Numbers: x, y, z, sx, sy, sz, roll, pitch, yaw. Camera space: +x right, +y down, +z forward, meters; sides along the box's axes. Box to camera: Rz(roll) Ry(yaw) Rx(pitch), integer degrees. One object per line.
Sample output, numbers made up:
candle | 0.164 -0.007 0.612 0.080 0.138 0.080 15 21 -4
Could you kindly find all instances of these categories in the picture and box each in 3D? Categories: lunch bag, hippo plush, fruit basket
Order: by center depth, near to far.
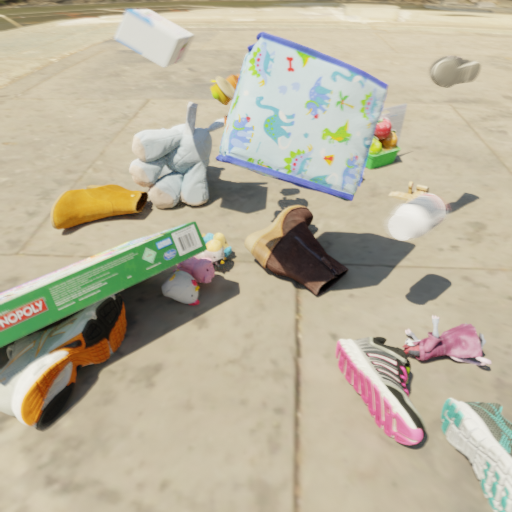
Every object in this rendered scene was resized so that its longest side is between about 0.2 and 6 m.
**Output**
lunch bag | 0.708 -1.968 8.281 2.189 1.861 1.395 15 8 -11
hippo plush | -2.027 -2.586 13.595 2.077 2.607 2.096 13 18 -20
fruit basket | 3.354 -3.259 15.231 1.535 1.657 0.777 -20 37 -27

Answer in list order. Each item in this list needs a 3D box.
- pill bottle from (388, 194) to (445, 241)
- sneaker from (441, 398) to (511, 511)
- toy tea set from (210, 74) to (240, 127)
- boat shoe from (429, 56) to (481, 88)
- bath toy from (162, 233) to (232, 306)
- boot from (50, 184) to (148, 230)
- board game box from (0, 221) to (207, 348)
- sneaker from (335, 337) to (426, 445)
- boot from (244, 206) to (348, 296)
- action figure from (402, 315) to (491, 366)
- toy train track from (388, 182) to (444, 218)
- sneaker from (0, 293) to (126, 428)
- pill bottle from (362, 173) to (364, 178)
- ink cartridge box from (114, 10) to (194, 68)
pill bottle | 2.459 -0.582 8.633 0.547 0.547 0.915 27 38 36
sneaker | 3.092 2.445 6.860 0.878 0.747 1.925 -3 33 -12
toy tea set | -0.379 -2.891 10.811 0.728 1.170 1.967 -38 10 27
boat shoe | 3.553 -3.414 10.329 1.556 0.520 0.444 -15 37 -39
bath toy | -1.060 0.248 10.484 0.716 0.842 1.937 43 33 -9
boot | -3.445 -1.129 12.606 1.530 0.752 2.137 7 27 14
board game box | -3.054 0.523 8.948 3.913 0.570 2.633 -27 11 -37
sneaker | 1.898 1.758 7.900 0.882 0.744 2.016 -15 30 -12
boot | 1.036 -0.111 11.225 1.862 0.810 2.239 33 38 21
action figure | 2.850 1.435 8.764 1.248 0.836 0.929 -14 72 -6
toy train track | 3.647 -1.279 13.232 1.318 0.374 2.298 17 36 25
sneaker | -3.015 1.330 8.445 1.219 1.003 2.650 8 31 20
pill bottle | 2.481 -2.026 14.446 0.371 0.371 0.665 27 40 37
ink cartridge box | -1.799 -3.949 10.119 1.000 0.586 1.384 28 22 -6
